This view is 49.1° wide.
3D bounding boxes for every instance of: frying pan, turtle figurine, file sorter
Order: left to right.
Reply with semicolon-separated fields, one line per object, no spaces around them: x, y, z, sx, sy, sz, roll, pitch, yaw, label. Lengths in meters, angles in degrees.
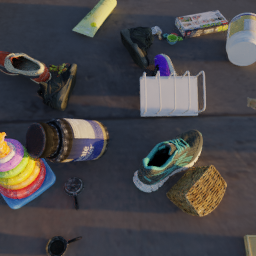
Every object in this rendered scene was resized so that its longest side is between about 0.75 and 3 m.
-2.848;-2.381;11.423;0.833;0.332;1.032;5;54;4;turtle figurine
-1.760;3.069;7.538;0.930;0.151;0.563;-35;62;-25;frying pan
-1.679;1.916;8.394;0.629;0.169;1.040;6;51;5;frying pan
1.481;-1.184;9.609;2.068;1.288;1.435;-1;87;0;file sorter

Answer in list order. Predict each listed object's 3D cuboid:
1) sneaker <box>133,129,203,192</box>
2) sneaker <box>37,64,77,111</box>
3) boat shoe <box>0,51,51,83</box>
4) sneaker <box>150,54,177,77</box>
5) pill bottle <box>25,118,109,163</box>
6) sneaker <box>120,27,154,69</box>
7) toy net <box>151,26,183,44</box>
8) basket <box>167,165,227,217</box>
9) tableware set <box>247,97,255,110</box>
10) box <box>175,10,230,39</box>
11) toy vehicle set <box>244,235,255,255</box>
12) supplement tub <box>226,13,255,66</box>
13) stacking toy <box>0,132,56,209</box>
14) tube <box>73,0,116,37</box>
1.360;0.804;8.509;2.763;1.260;1.072;-37;62;-25;sneaker
-2.672;-1.703;10.615;1.243;0.830;2.171;14;60;2;sneaker
-4.321;-2.532;11.117;2.701;0.845;0.961;23;78;16;boat shoe
1.229;-2.041;10.905;1.095;0.765;2.201;-14;55;-9;sneaker
-1.734;0.356;8.194;2.261;1.264;1.264;2;40;-50;pill bottle
0.654;-3.548;11.908;1.394;0.930;2.433;-19;50;-6;sneaker
1.696;-4.371;12.897;1.649;0.318;0.865;38;62;25;toy net
2.055;1.879;8.231;1.398;1.041;0.998;-41;96;-26;basket
2.620;-0.342;5.034;0.963;0.804;0.112;33;78;12;tableware set
3.498;-4.926;13.258;2.210;0.384;1.216;-13;55;-10;box
3.599;3.590;7.108;1.000;0.213;1.609;4;54;3;toy vehicle set
4.880;-3.702;11.724;1.424;1.424;1.958;13;55;9;supplement tub
-3.192;0.885;7.547;1.558;2.685;1.474;-35;62;-18;stacking toy
-1.472;-5.366;13.444;0.807;0.722;2.783;-4;47;47;tube
